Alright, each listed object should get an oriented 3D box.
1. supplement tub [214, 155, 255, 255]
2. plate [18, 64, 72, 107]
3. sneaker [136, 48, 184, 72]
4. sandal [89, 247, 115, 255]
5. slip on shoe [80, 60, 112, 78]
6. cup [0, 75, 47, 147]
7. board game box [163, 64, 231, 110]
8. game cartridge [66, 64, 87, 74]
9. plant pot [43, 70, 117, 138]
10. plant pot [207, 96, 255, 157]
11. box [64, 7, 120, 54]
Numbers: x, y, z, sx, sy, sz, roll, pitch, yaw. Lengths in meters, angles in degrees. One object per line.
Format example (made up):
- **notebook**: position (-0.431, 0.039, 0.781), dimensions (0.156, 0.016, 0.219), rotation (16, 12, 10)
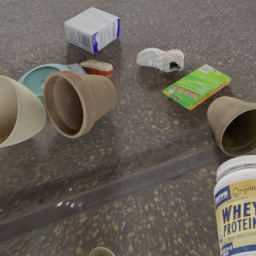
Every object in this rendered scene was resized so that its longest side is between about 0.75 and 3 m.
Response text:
- **supplement tub**: position (3.474, 2.432, 7.541), dimensions (2.121, 2.121, 2.938), rotation (4, 50, 3)
- **plate**: position (-3.683, -1.983, 12.247), dimensions (2.732, 0.349, 2.732), rotation (-4, 53, 5)
- **sneaker**: position (1.527, -3.109, 13.127), dimensions (2.316, 0.877, 1.065), rotation (-2, 54, 0)
- **sandal**: position (-0.606, 4.172, 7.063), dimensions (0.929, 0.625, 2.313), rotation (-2, 50, -2)
- **slip on shoe**: position (-1.490, -2.743, 12.968), dimensions (1.940, 0.594, 0.719), rotation (22, 41, 34)
- **cup**: position (-3.996, -0.489, 10.049), dimensions (2.442, 1.746, 2.442), rotation (-3, 84, 31)
- **board game box**: position (3.003, -1.799, 12.244), dimensions (2.972, 0.446, 1.420), rotation (-31, 55, -29)
- **game cartridge**: position (-2.874, -2.265, 12.713), dimensions (1.978, 0.404, 1.317), rotation (-26, 50, -20)
- **plant pot**: position (-1.644, -1.130, 10.654), dimensions (2.467, 2.467, 2.151), rotation (35, 41, 26)
- **plant pot**: position (3.824, -0.274, 10.167), dimensions (2.003, 2.003, 1.738), rotation (-12, 35, -10)
- **box**: position (-1.818, -5.115, 14.601), dimensions (1.985, 1.132, 2.158), rotation (31, 57, 24)
